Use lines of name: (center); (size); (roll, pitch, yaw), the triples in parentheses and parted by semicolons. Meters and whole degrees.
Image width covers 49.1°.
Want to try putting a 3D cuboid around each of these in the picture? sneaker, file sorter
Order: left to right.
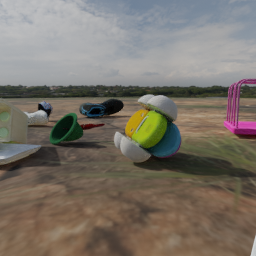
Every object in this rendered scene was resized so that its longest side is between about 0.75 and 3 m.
sneaker: (-4.275, -0.341, 12.262); (1.809, 0.674, 0.788); (-4, 17, 23)
sneaker: (-1.378, -1.028, 16.146); (2.696, 0.987, 1.104); (-12, 24, -24)
file sorter: (4.821, -0.830, 10.304); (2.079, 1.876, 2.992); (3, 6, 13)

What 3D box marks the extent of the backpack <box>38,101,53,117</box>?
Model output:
backpack: (-4.155, -0.955, 14.010); (0.743, 0.780, 0.601); (43, 44, 10)

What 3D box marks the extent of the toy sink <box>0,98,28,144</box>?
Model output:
toy sink: (-3.466, -0.070, 7.308); (1.129, 0.970, 1.732); (0, -11, -2)

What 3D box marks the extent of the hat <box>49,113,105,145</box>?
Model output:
hat: (-1.536, 0.247, 8.587); (1.307, 1.151, 1.083); (-32, 40, 20)

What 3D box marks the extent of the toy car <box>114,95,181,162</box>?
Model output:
toy car: (0.608, 0.136, 6.583); (1.338, 1.562, 1.784); (36, -2, -15)

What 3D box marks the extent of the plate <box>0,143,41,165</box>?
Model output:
plate: (-3.002, 0.599, 6.502); (1.424, 0.231, 1.427); (3, 8, 15)

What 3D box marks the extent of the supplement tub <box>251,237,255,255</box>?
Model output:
supplement tub: (1.227, 0.965, 1.048); (1.420, 1.027, 1.027); (6, 10, 33)
